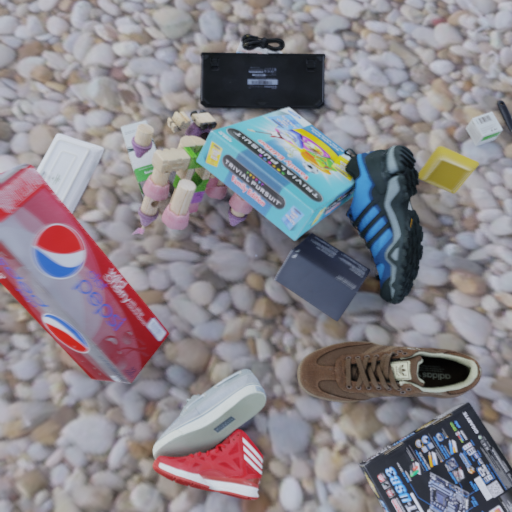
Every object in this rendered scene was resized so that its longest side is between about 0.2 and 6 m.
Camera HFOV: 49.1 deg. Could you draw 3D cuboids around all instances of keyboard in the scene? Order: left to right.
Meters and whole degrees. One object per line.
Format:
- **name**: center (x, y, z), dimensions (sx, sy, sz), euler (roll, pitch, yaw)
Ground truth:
- **keyboard**: center (0.148, -4.133, 12.596), dimensions (2.791, 0.358, 1.676), euler (1, 91, 0)

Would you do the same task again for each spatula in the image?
- **spatula**: center (5.739, -2.689, 12.333), dimensions (0.500, 0.182, 1.770), euler (-18, 71, -7)

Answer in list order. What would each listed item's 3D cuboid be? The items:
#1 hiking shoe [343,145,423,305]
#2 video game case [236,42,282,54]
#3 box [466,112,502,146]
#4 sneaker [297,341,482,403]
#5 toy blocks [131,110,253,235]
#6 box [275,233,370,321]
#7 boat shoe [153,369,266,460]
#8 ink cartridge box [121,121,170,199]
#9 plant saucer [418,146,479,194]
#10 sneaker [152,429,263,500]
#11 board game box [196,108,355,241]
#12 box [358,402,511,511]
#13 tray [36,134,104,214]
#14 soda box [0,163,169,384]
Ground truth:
- **hiking shoe**: center (2.447, -0.588, 10.899), dimensions (1.319, 1.132, 3.043), euler (3, 100, 37)
- **video game case**: center (-0.020, -4.474, 13.000), dimensions (1.034, 0.123, 0.941), euler (18, 73, 6)
- **box**: center (4.968, -2.765, 12.226), dimensions (0.502, 0.432, 0.504), euler (-20, 73, -7)
- **sneaker**: center (2.383, 2.000, 10.098), dimensions (3.240, 1.224, 1.141), euler (-2, 70, -1)
- **toy blocks**: center (-1.431, -1.401, 11.218), dimensions (2.149, 1.936, 2.300), euler (-17, 57, -39)
- **box**: center (1.274, 0.360, 10.582), dimensions (1.407, 1.281, 0.733), euler (33, 116, 11)
- **boat shoe**: center (-0.881, 2.855, 10.064), dimensions (2.289, 0.799, 0.815), euler (-34, 39, 4)
- **ink cartridge box**: center (-2.288, -1.944, 11.627), dimensions (0.574, 1.014, 1.383), euler (-18, 72, -7)
- **plant saucer**: center (3.836, -1.663, 11.257), dimensions (0.901, 0.901, 0.218), euler (22, 49, -4)
- **sneaker**: center (-0.789, 3.554, 9.916), dimensions (1.902, 0.745, 1.099), euler (18, 62, -6)
- **board game box**: center (0.675, -1.716, 10.726), dimensions (2.297, 0.714, 3.042), euler (40, 35, 11)
- **box**: center (3.346, 4.103, 9.699), dimensions (2.282, 0.571, 2.299), euler (-28, 73, -9)
- **tray**: center (-4.225, -1.601, 11.915), dimensions (1.184, 0.244, 2.205), euler (18, 71, 7)
- **soda box**: center (-3.215, 0.410, 9.349), dimensions (3.845, 1.346, 1.219), euler (57, 49, -26)
